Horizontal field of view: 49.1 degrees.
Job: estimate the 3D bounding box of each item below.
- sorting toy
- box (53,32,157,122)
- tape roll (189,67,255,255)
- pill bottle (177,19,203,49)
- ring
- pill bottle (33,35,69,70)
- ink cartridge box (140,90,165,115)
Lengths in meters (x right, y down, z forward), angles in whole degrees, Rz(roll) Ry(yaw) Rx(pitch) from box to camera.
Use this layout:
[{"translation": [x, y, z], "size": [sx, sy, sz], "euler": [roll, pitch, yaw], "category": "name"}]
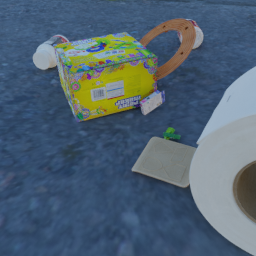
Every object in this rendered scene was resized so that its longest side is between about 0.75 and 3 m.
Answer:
[{"translation": [1.073, 0.621, 6.848], "size": [1.378, 0.274, 1.864], "euler": [12, 41, 24], "category": "sorting toy"}, {"translation": [-0.763, -1.759, 8.915], "size": [2.593, 1.582, 2.498], "euler": [-15, 39, -15], "category": "box"}, {"translation": [2.782, 0.529, 4.659], "size": [3.031, 3.031, 2.081], "euler": [18, 39, 23], "category": "tape roll"}, {"translation": [2.875, -4.513, 13.246], "size": [1.019, 1.019, 1.804], "euler": [0, 37, 0], "category": "pill bottle"}, {"translation": [1.187, -2.804, 10.262], "size": [2.888, 0.277, 2.888], "euler": [-24, 46, 28], "category": "ring"}, {"translation": [-3.063, -3.016, 11.252], "size": [0.956, 0.956, 1.726], "euler": [9, 38, 13], "category": "pill bottle"}, {"translation": [0.746, -0.794, 8.413], "size": [0.828, 0.494, 0.174], "euler": [-33, 52, -14], "category": "ink cartridge box"}]
